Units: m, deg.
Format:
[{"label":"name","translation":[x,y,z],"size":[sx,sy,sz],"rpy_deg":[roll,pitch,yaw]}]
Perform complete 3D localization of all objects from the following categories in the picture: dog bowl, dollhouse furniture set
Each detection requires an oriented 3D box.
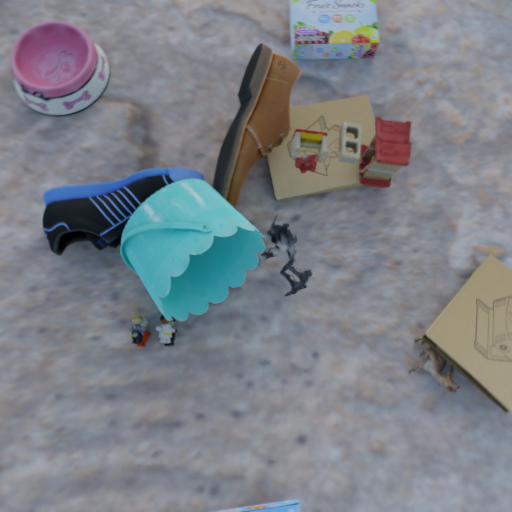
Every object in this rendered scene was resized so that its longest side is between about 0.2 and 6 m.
[{"label":"dog bowl","translation":[-4.016,-3.847,11.301],"size":[1.955,0.721,1.955],"rpy_deg":[0,73,1]},{"label":"dollhouse furniture set","translation":[1.641,-1.935,10.145],"size":[2.094,1.127,0.851],"rpy_deg":[7,74,-6]}]

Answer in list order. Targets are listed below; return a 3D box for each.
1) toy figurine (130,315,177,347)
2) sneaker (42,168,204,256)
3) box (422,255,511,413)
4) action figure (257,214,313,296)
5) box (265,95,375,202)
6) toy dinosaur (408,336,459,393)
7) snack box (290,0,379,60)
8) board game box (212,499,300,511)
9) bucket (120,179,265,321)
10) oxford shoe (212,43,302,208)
[{"label":"toy figurine","translation":[-1.781,1.272,9.720],"size":[0.778,0.766,0.541],"rpy_deg":[-1,75,-1]},{"label":"sneaker","translation":[-2.383,-0.773,10.257],"size":[3.039,1.066,1.184],"rpy_deg":[-10,76,4]},{"label":"box","translation":[4.213,1.283,9.756],"size":[1.823,0.237,2.230],"rpy_deg":[43,64,11]},{"label":"action figure","translation":[0.435,-0.035,9.896],"size":[0.710,0.827,1.392],"rpy_deg":[-16,71,-28]},{"label":"box","translation":[1.308,-2.133,11.019],"size":[2.274,0.242,1.859],"rpy_deg":[-10,75,-4]},{"label":"toy dinosaur","translation":[3.161,1.791,9.737],"size":[0.800,0.507,1.181],"rpy_deg":[19,63,-1]},{"label":"snack box","translation":[1.595,-4.884,11.676],"size":[1.745,0.590,1.471],"rpy_deg":[0,74,-1]},{"label":"board game box","translation":[-0.414,4.981,8.757],"size":[2.456,0.449,1.858],"rpy_deg":[-7,73,-2]},{"label":"bucket","translation":[-1.106,-0.117,9.462],"size":[2.225,2.225,1.448],"rpy_deg":[-38,67,-10]},{"label":"oxford shoe","translation":[0.018,-2.192,10.396],"size":[1.132,1.133,3.175],"rpy_deg":[19,96,-20]}]
